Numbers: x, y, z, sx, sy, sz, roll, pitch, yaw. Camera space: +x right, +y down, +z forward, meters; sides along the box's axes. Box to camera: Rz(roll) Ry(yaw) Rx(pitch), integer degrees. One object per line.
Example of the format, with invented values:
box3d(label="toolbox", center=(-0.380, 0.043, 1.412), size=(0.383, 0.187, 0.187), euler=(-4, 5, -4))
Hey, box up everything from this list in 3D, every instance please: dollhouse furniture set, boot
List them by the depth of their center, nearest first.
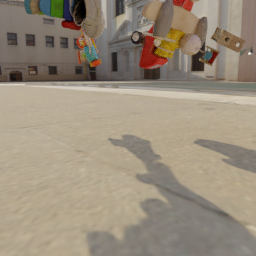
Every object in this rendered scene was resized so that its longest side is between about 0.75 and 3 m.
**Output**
box3d(label="boot", center=(-1.067, -2.801, 6.895), size=(0.741, 0.963, 2.016), euler=(21, -29, 8))
box3d(label="dollhouse furniture set", center=(2.880, -2.385, 8.655), size=(0.781, 1.115, 0.786), euler=(23, 24, -8))

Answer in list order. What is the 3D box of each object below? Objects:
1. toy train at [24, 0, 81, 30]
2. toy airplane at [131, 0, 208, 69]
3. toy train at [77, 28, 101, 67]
box3d(label="toy train", center=(-1.859, -3.198, 7.594), size=(1.257, 0.919, 2.172), euler=(7, 17, -2))
box3d(label="toy airplane", center=(1.585, -3.098, 8.474), size=(2.803, 1.978, 2.791), euler=(-32, -22, -12))
box3d(label="toy train", center=(-1.687, -3.319, 9.833), size=(0.750, 2.697, 2.026), euler=(-19, -34, 4))
